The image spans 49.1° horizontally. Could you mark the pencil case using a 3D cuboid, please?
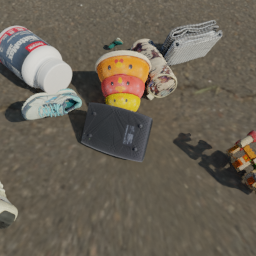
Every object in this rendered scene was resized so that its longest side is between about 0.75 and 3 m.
[{"bbox_3d":[0.777,-2.087,9.621,1.078,0.938,2.410,-29,48,10],"label":"pencil case"}]

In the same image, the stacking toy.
[{"bbox_3d":[-0.116,-0.923,8.293,1.714,1.714,2.346,-2,74,-1],"label":"stacking toy"}]

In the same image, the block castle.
[{"bbox_3d":[3.086,0.843,6.579,0.678,0.966,1.446,-28,74,-14],"label":"block castle"}]

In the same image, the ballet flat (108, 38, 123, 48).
[{"bbox_3d":[-0.459,-3.302,10.774,0.786,0.267,0.296,-5,64,47],"label":"ballet flat"}]

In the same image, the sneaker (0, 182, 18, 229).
[{"bbox_3d":[-3.286,1.131,6.095,2.874,1.012,1.344,9,60,34],"label":"sneaker"}]

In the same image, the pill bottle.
[{"bbox_3d":[-3.093,-2.212,9.328,2.500,1.495,1.495,36,57,23],"label":"pill bottle"}]

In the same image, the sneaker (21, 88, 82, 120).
[{"bbox_3d":[-2.017,-0.611,7.567,1.677,0.651,0.724,-27,45,-32],"label":"sneaker"}]

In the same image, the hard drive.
[{"bbox_3d":[-0.296,0.076,7.516,1.904,1.284,0.403,15,8,24],"label":"hard drive"}]

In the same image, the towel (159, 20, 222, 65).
[{"bbox_3d":[2.125,-2.998,9.815,1.875,1.553,0.802,-19,81,-11],"label":"towel"}]
